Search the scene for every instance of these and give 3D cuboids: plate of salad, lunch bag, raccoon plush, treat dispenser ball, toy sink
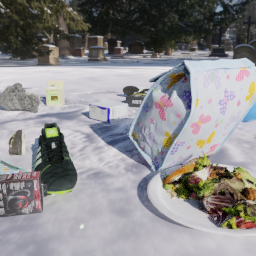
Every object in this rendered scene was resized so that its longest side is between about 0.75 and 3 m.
[{"bbox_3d":[1.577,0.990,4.849,2.488,0.598,2.488,0,15,0],"label":"plate of salad"},{"bbox_3d":[-2.385,0.903,5.364,0.721,0.516,0.846,12,18,36],"label":"lunch bag"},{"bbox_3d":[1.439,-0.456,6.120,2.096,2.472,1.571,-13,54,-33],"label":"lunch bag"},{"bbox_3d":[-4.831,-0.910,11.802,2.351,1.137,1.575,-37,45,-22],"label":"raccoon plush"},{"bbox_3d":[4.370,-0.936,10.314,1.434,1.434,1.434,0,16,0],"label":"treat dispenser ball"},{"bbox_3d":[-3.496,-1.673,13.394,0.760,1.166,0.653,0,15,-2],"label":"toy sink"}]

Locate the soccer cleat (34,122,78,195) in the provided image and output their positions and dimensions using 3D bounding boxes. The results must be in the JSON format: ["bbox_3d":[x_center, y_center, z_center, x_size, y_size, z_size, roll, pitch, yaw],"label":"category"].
[{"bbox_3d":[-1.557,0.543,5.754,0.811,0.973,2.401,-5,18,-19],"label":"soccer cleat"}]

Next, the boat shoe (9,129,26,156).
[{"bbox_3d":[-2.946,0.346,7.429,0.401,0.475,1.333,-2,18,-22],"label":"boat shoe"}]

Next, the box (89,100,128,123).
[{"bbox_3d":[-0.741,-0.653,10.786,1.044,0.596,1.135,15,21,41],"label":"box"}]

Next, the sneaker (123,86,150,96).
[{"bbox_3d":[0.509,-2.037,16.014,1.724,0.651,0.992,6,6,-8],"label":"sneaker"}]

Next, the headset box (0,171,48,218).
[{"bbox_3d":[-1.751,1.068,4.547,0.847,0.629,0.318,-4,15,-11],"label":"headset box"}]

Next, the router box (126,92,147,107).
[{"bbox_3d":[1.088,-1.321,13.331,1.965,0.513,1.545,8,17,26],"label":"router box"}]
